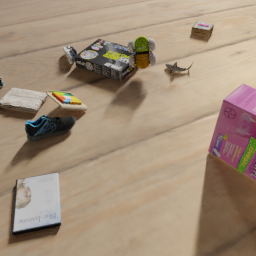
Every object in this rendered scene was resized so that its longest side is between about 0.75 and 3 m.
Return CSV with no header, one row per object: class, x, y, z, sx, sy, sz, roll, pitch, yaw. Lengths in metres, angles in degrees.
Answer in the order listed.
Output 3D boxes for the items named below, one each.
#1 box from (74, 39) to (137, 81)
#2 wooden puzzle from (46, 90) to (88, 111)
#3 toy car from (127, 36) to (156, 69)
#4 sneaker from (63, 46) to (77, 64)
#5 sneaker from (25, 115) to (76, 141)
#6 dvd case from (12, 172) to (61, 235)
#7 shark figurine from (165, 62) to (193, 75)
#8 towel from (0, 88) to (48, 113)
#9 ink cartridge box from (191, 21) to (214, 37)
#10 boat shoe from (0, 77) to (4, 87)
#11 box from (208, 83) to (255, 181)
box,-0.879,-3.277,13.222,2.570,0.569,2.059,22,48,22
wooden puzzle,-2.334,-1.098,10.769,1.207,0.243,1.305,0,33,-47
toy car,0.643,-3.293,12.296,1.202,1.373,1.030,-2,12,11
sneaker,-2.734,-3.614,13.592,0.564,0.557,1.420,-18,45,-11
sneaker,-2.676,-0.119,9.758,1.766,0.723,0.647,-21,39,-23
dvd case,-2.560,2.066,7.896,1.249,0.154,1.751,-9,44,-9
shark figurine,2.331,-2.812,12.796,1.270,0.530,0.759,5,45,8
towel,-4.174,-1.142,11.182,1.680,0.290,1.113,9,45,9
ink cartridge box,4.199,-5.593,15.800,1.058,0.397,0.871,19,48,20
boat shoe,-5.619,-2.078,12.188,0.316,0.261,0.843,-21,47,-20
box,3.918,0.319,8.238,2.504,2.202,1.210,35,53,30
